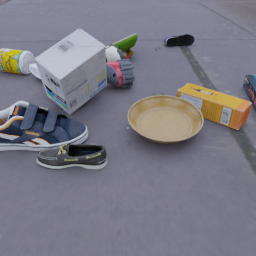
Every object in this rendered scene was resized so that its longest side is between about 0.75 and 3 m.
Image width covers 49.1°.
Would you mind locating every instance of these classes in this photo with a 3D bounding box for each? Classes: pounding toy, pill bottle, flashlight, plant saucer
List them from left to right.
[{"bbox_3d":[-4.589,-2.635,10.996,1.595,0.899,0.899,10,36,13],"label":"pill bottle"},{"bbox_3d":[-1.294,-1.715,9.627,2.959,1.005,1.002,-11,14,-13],"label":"flashlight"},{"bbox_3d":[-0.256,-3.397,12.365,1.491,0.896,1.931,-34,18,-28],"label":"pounding toy"},{"bbox_3d":[0.991,-0.195,7.583,2.011,0.356,2.011,0,40,0],"label":"plant saucer"}]

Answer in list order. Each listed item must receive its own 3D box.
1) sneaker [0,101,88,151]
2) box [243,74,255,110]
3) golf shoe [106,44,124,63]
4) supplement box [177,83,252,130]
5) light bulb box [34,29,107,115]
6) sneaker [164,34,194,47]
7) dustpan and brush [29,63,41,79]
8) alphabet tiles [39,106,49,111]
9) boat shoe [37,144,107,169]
[{"bbox_3d":[-2.379,-0.055,7.132,2.669,1.060,1.047,-4,33,-8],"label":"sneaker"},{"bbox_3d":[4.863,-0.933,8.876,1.738,0.480,2.545,4,35,5],"label":"box"},{"bbox_3d":[-1.101,-2.904,11.583,2.342,0.904,1.032,22,52,40],"label":"golf shoe"},{"bbox_3d":[2.487,-0.686,8.359,2.068,0.711,0.688,27,42,31],"label":"supplement box"},{"bbox_3d":[-1.569,-1.612,8.236,1.071,1.716,1.701,39,65,18],"label":"light bulb box"},{"bbox_3d":[2.527,-4.422,13.934,1.504,0.570,0.658,-6,30,-9],"label":"sneaker"},{"bbox_3d":[-2.420,-1.938,10.341,1.685,0.691,2.415,-20,33,-32],"label":"dustpan and brush"},{"bbox_3d":[-3.116,-0.304,8.352,1.210,0.046,1.454,15,37,21],"label":"alphabet tiles"},{"bbox_3d":[-1.337,0.608,6.612,1.684,0.507,0.600,1,34,2],"label":"boat shoe"}]
